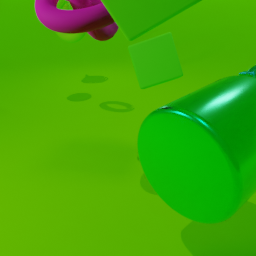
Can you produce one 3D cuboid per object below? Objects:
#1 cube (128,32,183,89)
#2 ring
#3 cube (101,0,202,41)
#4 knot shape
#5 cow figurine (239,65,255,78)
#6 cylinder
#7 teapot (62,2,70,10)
[{"bbox_3d":[0.586,-1.370,5.907,0.888,0.888,0.888,-17,6,9],"label":"cube"},{"bbox_3d":[-1.484,-2.815,7.149,1.240,1.240,0.248,17,24,30],"label":"ring"},{"bbox_3d":[0.169,-1.291,2.148,0.752,0.752,0.752,-22,33,29],"label":"cube"},{"bbox_3d":[-0.696,-1.774,3.507,1.470,0.726,1.571,43,30,-9],"label":"knot shape"},{"bbox_3d":[2.258,-1.021,4.216,1.030,1.047,0.575,7,8,-8],"label":"cow figurine"},{"bbox_3d":[0.939,0.173,3.029,1.222,1.222,1.222,-26,37,-35],"label":"cylinder"},{"bbox_3d":[-2.609,-4.279,9.810,1.789,1.112,0.876,43,1,2],"label":"teapot"}]
